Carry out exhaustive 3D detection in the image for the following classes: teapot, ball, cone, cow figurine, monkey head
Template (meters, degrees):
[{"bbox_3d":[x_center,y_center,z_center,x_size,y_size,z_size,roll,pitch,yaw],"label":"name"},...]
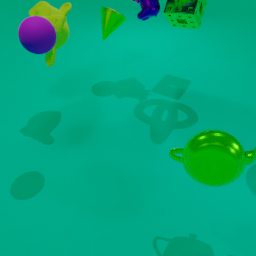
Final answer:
[{"bbox_3d":[1.435,0.427,4.541,1.557,0.968,0.763,-2,22,17],"label":"teapot"},{"bbox_3d":[-1.767,-1.809,5.480,0.716,0.716,0.716,0,40,0],"label":"ball"},{"bbox_3d":[-0.621,-3.158,8.813,0.899,0.902,0.899,23,6,-3],"label":"cone"},{"bbox_3d":[0.748,-4.014,8.377,1.290,1.311,0.719,-17,4,27],"label":"cow figurine"},{"bbox_3d":[-1.891,-2.537,7.211,1.302,1.810,1.091,17,0,31],"label":"monkey head"}]

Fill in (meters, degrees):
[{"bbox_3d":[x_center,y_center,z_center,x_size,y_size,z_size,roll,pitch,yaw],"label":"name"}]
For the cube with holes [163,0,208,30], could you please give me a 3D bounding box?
[{"bbox_3d":[1.833,-3.826,8.842,0.975,0.975,0.975,16,-1,25],"label":"cube with holes"}]
